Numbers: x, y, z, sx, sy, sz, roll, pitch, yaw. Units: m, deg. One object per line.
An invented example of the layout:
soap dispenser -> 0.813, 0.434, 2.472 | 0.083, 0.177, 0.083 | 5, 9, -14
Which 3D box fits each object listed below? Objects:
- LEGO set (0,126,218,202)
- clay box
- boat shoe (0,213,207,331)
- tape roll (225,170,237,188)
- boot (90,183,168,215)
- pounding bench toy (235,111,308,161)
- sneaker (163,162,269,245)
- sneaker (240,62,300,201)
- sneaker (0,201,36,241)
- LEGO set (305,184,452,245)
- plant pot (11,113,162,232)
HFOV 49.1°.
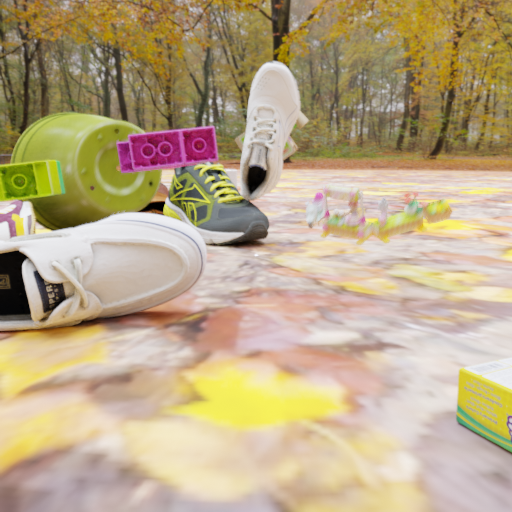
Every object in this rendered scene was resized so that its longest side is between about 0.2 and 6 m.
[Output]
LEGO set -> -2.677, -0.368, 6.674 | 4.447, 1.696, 1.825 | -8, 9, -9
clay box -> 1.973, 0.930, 2.828 | 0.950, 0.393, 1.653 | -5, 12, -24
boat shoe -> -1.868, 0.205, 5.146 | 2.846, 1.024, 0.935 | -2, 17, -7
tape roll -> -1.318, -1.840, 15.584 | 1.613, 1.107, 1.613 | 0, 11, 0
boot -> -3.473, -1.361, 14.565 | 2.746, 0.999, 2.917 | 5, 16, -17
pounding bench toy -> 0.489, -2.632, 12.437 | 1.537, 0.955, 1.199 | -33, 7, 14
sneaker -> -0.896, -1.097, 10.552 | 1.210, 1.375, 3.249 | -9, 20, -34
sneaker -> 0.200, -2.059, 9.697 | 0.918, 2.465, 1.074 | 10, 28, 6
sneaker -> -4.041, -0.417, 8.793 | 1.021, 0.850, 2.267 | -3, 9, -25
LEGO set -> 1.349, -0.576, 6.355 | 1.675, 0.623, 0.771 | 0, 29, 18
plant pot -> -2.781, -1.447, 9.728 | 2.318, 2.318, 2.232 | -8, 9, -35
